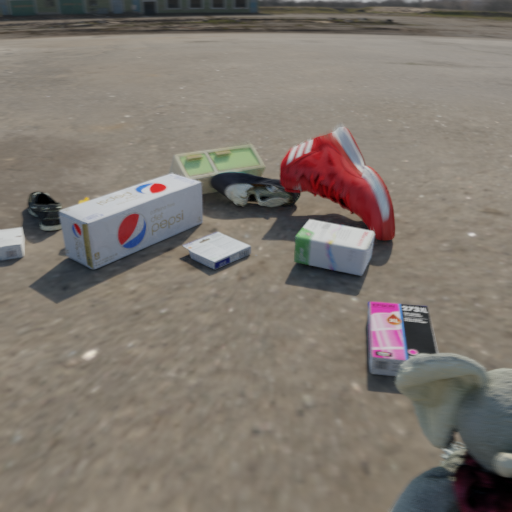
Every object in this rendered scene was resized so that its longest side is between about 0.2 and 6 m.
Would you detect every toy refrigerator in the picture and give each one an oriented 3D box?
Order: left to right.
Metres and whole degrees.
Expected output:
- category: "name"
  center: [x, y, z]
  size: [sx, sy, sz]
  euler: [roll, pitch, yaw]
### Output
- category: "toy refrigerator"
  center: [-0.914, -2.067, 13.390]
  size: [2.118, 0.741, 0.804]
  euler: [-14, 63, -28]

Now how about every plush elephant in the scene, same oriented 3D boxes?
- category: "plush elephant"
  center: [2.132, 1.923, 4.435]
  size: [2.318, 2.179, 2.814]
  euler: [1, 27, 2]

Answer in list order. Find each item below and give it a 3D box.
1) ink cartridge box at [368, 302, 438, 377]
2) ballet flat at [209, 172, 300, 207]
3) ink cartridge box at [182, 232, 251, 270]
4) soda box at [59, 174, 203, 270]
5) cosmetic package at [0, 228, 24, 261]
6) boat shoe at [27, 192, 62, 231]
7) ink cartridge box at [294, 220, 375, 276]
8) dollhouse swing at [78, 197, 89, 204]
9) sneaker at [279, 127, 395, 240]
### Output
- category: "ink cartridge box"
  center: [2.088, 1.081, 8.136]
  size: [0.879, 0.344, 1.857]
  euler: [4, 25, 8]
- category: "ballet flat"
  center: [-0.037, -1.441, 12.598]
  size: [2.090, 0.763, 0.763]
  euler: [6, 27, -1]
- category: "ink cartridge box"
  center: [-0.746, -0.109, 10.539]
  size: [0.942, 0.192, 0.943]
  euler: [-24, 36, -38]
- category: "soda box"
  center: [-2.330, -0.750, 10.937]
  size: [0.899, 0.961, 2.823]
  euler: [21, 34, 35]
- category: "cosmetic package"
  center: [-4.662, -0.238, 10.676]
  size: [0.422, 0.307, 0.830]
  euler: [-10, 30, -19]
- category: "boat shoe"
  center: [-4.536, -1.116, 12.072]
  size: [0.642, 0.604, 1.788]
  euler: [-17, 30, -26]
- category: "ink cartridge box"
  center: [1.432, -0.166, 10.202]
  size: [1.282, 0.561, 0.931]
  euler: [10, 26, 18]
- category: "dollhouse swing"
  center: [-3.253, -0.799, 11.324]
  size: [0.646, 0.711, 0.625]
  euler: [6, 26, 11]
- category: "sneaker"
  center: [1.569, -1.307, 11.767]
  size: [1.830, 1.241, 3.167]
  euler: [-19, 47, -1]
